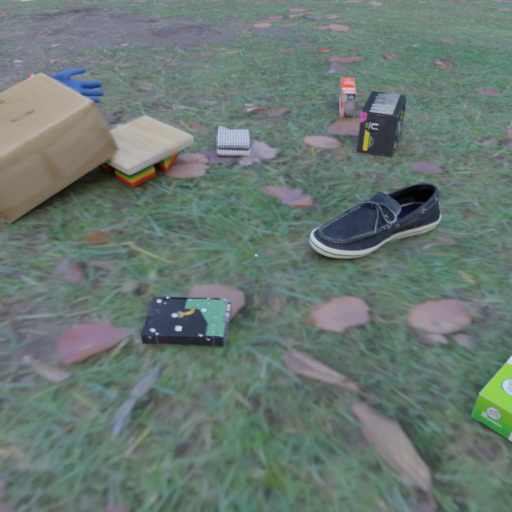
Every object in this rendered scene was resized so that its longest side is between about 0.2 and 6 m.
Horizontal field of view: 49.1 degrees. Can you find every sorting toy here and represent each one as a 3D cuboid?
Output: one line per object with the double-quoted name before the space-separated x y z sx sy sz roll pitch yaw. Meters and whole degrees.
"sorting toy" -2.918 -2.598 14.051 2.013 0.701 2.001 29 50 36

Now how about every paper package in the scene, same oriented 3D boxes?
"paper package" -5.282 -2.602 12.864 2.988 1.546 2.848 -40 50 -20

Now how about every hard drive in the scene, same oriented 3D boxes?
"hard drive" -1.156 1.100 9.459 1.396 0.264 0.976 0 37 4

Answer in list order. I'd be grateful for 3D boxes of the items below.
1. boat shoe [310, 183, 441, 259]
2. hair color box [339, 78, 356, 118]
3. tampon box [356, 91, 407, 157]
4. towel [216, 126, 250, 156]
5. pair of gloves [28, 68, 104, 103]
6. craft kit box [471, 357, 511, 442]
"boat shoe" 2.484 -0.787 11.477 3.139 0.977 1.171 -17 41 -20
"hair color box" 2.799 -4.882 17.233 0.445 0.772 1.393 2 36 4
"tampon box" 3.380 -3.572 15.080 0.994 1.180 1.575 12 38 16
"towel" -0.614 -3.082 15.025 0.916 0.474 1.107 -1 36 -3
"pair of gloves" -5.328 -3.939 15.183 2.139 0.303 2.661 9 76 -3
"craft kit box" 4.854 2.105 7.871 2.557 0.628 2.589 28 44 36
